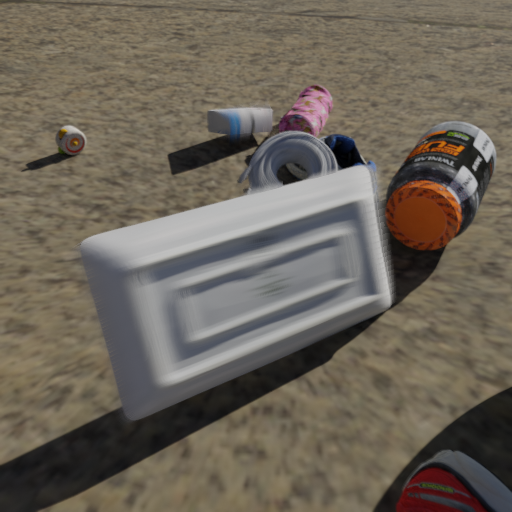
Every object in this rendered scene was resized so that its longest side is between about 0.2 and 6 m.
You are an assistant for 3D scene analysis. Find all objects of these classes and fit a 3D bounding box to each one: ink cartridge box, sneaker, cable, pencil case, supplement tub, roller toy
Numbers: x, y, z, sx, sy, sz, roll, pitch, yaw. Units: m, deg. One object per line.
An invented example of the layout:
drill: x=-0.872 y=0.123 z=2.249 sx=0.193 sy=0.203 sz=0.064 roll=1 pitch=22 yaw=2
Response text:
ink cartridge box: x=-0.321 y=-2.723 z=11.271 sx=1.082 sy=0.464 sz=0.792 roll=-12 pitch=21 yaw=-36
sneaker: x=1.340 y=-1.728 z=9.826 sx=0.964 sy=1.065 sz=2.501 roll=-19 pitch=42 yaw=-23
cable: x=0.557 y=-1.257 z=8.700 sx=1.357 sy=0.470 sz=1.357 roll=28 pitch=76 yaw=11
pencil case: x=1.054 y=-2.911 z=11.598 sx=0.733 sy=0.766 sz=1.771 roll=-6 pitch=32 yaw=28
sneaker: x=2.148 y=2.688 z=4.589 sx=0.982 sy=0.891 sz=2.313 roll=-36 pitch=43 yaw=-19
supplement tub: x=2.885 y=-1.107 z=8.803 sx=1.357 sy=1.357 sz=2.215 roll=18 pitch=41 yaw=22
roller toy: x=-3.606 y=-2.251 z=10.920 sx=0.509 sy=0.558 sz=0.390 roll=-22 pitch=43 yaw=-34

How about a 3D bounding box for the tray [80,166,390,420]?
tray: x=0.109 y=0.301 z=6.395 sx=3.754 sy=2.016 sz=0.416 roll=-18 pitch=12 yaw=-27
